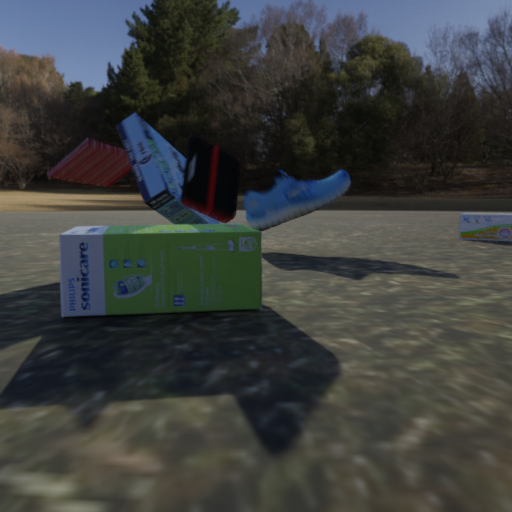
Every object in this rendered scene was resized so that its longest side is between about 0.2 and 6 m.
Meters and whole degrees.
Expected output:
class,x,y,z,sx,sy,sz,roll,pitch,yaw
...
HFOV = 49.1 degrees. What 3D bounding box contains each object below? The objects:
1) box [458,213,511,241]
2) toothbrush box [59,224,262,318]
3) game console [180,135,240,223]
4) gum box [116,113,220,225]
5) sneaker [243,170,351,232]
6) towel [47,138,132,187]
class,x,y,z,sx,sy,sz,roll,pitch,yaw
box,5.849,-0.734,14.098,1.312,0.665,0.738,3,7,29
toothbrush box,-0.933,0.084,5.559,1.792,0.771,1.305,0,6,-12
game console,-0.599,-1.005,7.451,0.892,1.008,0.157,20,-26,-38
gum box,-1.428,-1.250,9.659,0.452,1.724,2.029,-31,-30,13
sneaker,0.831,-1.353,11.515,2.379,1.070,0.932,-21,0,-11
towel,-2.834,-1.645,10.077,1.103,0.171,1.525,-32,-15,24
